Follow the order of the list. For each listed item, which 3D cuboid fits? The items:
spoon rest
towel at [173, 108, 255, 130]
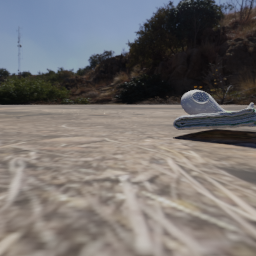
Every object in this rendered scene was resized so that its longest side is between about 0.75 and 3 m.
[{"bbox_3d":[3.373,-0.792,10.866,2.661,1.322,0.807,13,-36,13],"label":"spoon rest"},{"bbox_3d":[2.452,-0.298,6.708,1.875,0.386,2.513,-3,5,38],"label":"towel"}]
